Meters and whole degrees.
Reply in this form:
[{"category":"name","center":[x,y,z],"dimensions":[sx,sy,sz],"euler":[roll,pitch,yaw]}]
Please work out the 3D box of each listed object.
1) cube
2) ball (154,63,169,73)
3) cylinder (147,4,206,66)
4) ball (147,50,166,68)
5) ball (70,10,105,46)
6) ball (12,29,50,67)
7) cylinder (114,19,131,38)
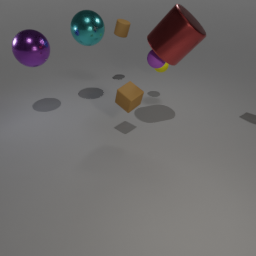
[{"category":"cube","center":[0.044,-1.113,10.084],"dimensions":[0.700,0.700,0.700],"euler":[41,57,18]},{"category":"ball","center":[1.542,-2.943,13.068],"dimensions":[0.700,0.700,0.700],"euler":[0,30,0]},{"category":"cylinder","center":[1.582,-3.029,9.195],"dimensions":[1.400,1.400,1.400],"euler":[31,36,-26]},{"category":"ball","center":[1.026,-2.473,9.944],"dimensions":[0.700,0.700,0.700],"euler":[0,30,0]},{"category":"ball","center":[-1.644,-4.068,11.427],"dimensions":[1.400,1.400,1.400],"euler":[0,30,0]},{"category":"ball","center":[-3.698,-3.041,10.720],"dimensions":[1.400,1.400,1.400],"euler":[0,30,0]},{"category":"cylinder","center":[-0.292,-4.997,14.022],"dimensions":[0.700,0.700,0.700],"euler":[12,36,-9]}]
